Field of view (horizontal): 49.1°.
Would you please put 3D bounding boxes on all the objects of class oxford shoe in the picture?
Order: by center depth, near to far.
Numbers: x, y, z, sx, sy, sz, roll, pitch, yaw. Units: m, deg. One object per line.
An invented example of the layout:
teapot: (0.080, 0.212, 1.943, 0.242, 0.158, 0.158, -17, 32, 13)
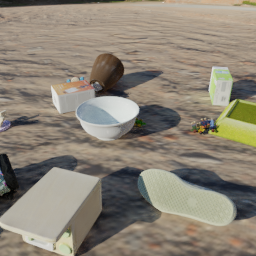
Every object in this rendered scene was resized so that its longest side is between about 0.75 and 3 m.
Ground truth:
oxford shoe: (1.489, 1.855, 7.482, 2.824, 1.062, 0.815, 13, -9, 35)

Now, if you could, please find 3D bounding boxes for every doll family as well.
doll family: (2.914, -0.028, 10.745, 1.003, 0.394, 0.580, -24, 45, 27)

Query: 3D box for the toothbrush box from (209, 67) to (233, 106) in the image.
toothbrush box: (4.421, -2.026, 13.448, 0.772, 1.307, 1.795, 4, 31, 6)

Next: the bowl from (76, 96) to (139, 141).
bowl: (-0.756, -0.256, 10.692, 2.376, 1.068, 2.376, 0, 31, 0)

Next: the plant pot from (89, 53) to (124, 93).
plant pot: (-1.265, -2.655, 14.469, 1.690, 1.690, 1.808, 10, 46, 16)

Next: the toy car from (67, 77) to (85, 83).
toy car: (-2.580, -2.274, 14.469, 0.860, 0.826, 0.933, -9, 18, 5)

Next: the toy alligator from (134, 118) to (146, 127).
toy alligator: (0.278, -0.248, 11.429, 0.956, 0.259, 0.283, 15, 67, 10)

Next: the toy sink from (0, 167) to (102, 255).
toy sink: (-1.679, 2.097, 6.611, 1.398, 1.202, 2.145, 10, 27, 16)

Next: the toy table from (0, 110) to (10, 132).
toy table: (-5.215, -0.240, 11.102, 0.995, 0.634, 1.083, 10, 31, 16)

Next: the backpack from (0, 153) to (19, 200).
backpack: (-4.101, 1.446, 7.808, 1.732, 1.096, 1.445, -20, 39, -24)

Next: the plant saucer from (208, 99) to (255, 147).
plant saucer: (5.050, -0.293, 11.130, 2.852, 0.683, 2.848, 18, 35, 27)

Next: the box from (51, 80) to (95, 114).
box: (-2.508, -1.471, 12.888, 1.710, 0.909, 1.302, -14, 33, -23)
